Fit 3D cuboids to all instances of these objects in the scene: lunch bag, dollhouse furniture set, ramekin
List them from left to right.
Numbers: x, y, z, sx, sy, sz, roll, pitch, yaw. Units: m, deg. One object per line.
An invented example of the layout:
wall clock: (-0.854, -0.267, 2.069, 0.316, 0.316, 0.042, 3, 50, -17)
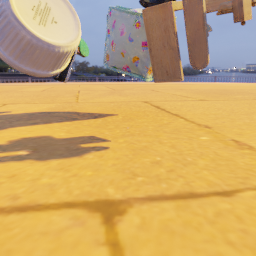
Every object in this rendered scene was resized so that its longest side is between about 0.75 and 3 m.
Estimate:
ramekin: (-2.209, -2.518, 6.872, 1.094, 2.349, 2.349, -28, -10, 41)
lunch bag: (0.195, -3.336, 10.850, 2.858, 2.434, 1.742, 28, 32, 36)
dollhouse furniture set: (2.042, -2.387, 7.232, 2.172, 1.861, 2.284, 5, 24, 42)

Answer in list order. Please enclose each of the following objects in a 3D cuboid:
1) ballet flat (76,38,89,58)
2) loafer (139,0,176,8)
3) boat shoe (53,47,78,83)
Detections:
ballet flat: (-2.191, -3.370, 11.299, 0.751, 0.729, 2.110, 2, 0, 8)
loafer: (0.980, -4.099, 8.820, 1.514, 0.514, 0.531, -23, -20, -33)
boat shoe: (-1.989, -2.203, 8.922, 0.458, 1.517, 0.573, 12, 6, -33)
